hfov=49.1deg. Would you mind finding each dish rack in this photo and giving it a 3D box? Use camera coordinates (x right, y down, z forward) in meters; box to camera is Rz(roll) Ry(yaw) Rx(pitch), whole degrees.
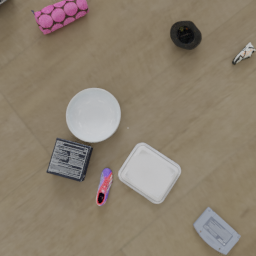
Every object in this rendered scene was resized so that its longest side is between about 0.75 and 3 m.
[{"bbox_3d":[0.835,1.735,10.753,2.072,0.451,1.778,33,87,4],"label":"dish rack"}]

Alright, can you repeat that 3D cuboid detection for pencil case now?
[{"bbox_3d":[-2.681,-4.669,11.246,2.144,0.973,1.004,-26,52,-5],"label":"pencil case"}]

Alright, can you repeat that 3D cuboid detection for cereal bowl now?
[{"bbox_3d":[-1.283,-0.447,10.783,2.064,0.859,2.064,0,84,1],"label":"cereal bowl"}]

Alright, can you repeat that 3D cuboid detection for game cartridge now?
[{"bbox_3d":[3.313,3.928,10.607,1.606,0.325,1.071,43,82,4],"label":"game cartridge"}]

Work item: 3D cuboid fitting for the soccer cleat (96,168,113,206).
[{"bbox_3d":[-0.902,2.242,10.661,0.491,0.527,1.439,13,84,1],"label":"soccer cleat"}]

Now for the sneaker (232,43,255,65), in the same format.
[{"bbox_3d":[4.680,-2.929,11.279,1.137,0.419,0.455,-44,87,-4],"label":"sneaker"}]

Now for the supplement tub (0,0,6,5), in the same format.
[{"bbox_3d":[-6.148,-5.166,10.828,2.903,1.779,1.779,-38,85,-4],"label":"supplement tub"}]

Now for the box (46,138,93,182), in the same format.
[{"bbox_3d":[-2.164,1.198,10.614,1.358,0.837,1.347,15,84,2],"label":"box"}]

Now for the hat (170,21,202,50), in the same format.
[{"bbox_3d":[2.282,-3.640,11.307,1.321,0.533,1.321,0,76,-1],"label":"hat"}]
